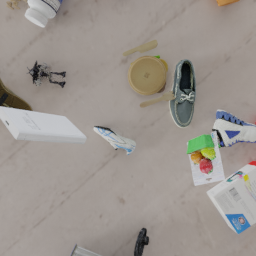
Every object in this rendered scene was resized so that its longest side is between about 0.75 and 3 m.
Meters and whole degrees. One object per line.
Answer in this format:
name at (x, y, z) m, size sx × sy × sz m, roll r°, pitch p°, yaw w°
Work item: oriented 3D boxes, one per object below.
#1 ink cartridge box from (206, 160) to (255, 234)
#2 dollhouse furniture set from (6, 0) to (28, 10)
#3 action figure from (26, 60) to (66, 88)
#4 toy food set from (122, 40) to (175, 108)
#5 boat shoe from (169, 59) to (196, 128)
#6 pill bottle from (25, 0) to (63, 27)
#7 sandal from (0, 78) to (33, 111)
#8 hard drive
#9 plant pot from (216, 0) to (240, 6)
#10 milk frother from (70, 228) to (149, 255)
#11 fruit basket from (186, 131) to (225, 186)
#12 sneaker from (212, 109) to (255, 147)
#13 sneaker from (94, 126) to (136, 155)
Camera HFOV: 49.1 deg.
ink cartridge box at (4.850, 2.473, 10.909) m, size 2.960 × 0.995 × 1.720 m, roll -33°, pitch 88°, yaw -1°
dollhouse furniture set at (-4.396, -5.329, 11.555) m, size 0.967 × 0.630 × 0.889 m, roll 7°, pitch 87°, yaw 22°
action figure at (-3.350, -2.140, 11.199) m, size 1.661 × 0.848 × 0.987 m, roll 11°, pitch 98°, yaw -1°
toy food set at (0.842, -2.135, 11.407) m, size 1.703 × 0.495 × 2.467 m, roll -17°, pitch 91°, yaw 9°
boat shoe at (2.220, -1.387, 11.143) m, size 1.001 × 0.849 × 2.748 m, roll 3°, pitch 88°, yaw 0°
pill bottle at (-3.243, -5.150, 11.147) m, size 1.147 × 1.147 × 2.067 m, roll 26°, pitch 88°, yaw 1°
sandal at (-5.127, -1.319, 11.234) m, size 2.993 × 0.808 × 1.202 m, roll 41°, pitch 85°, yaw -13°
hard drive at (-2.576, -0.053, 8.567) m, size 1.513 × 2.293 × 0.306 m, roll 39°, pitch 110°, yaw 37°
plant pot at (4.004, -5.426, 11.232) m, size 1.201 × 1.201 × 0.840 m, roll -14°, pitch 105°, yaw -1°
milk frother at (-0.804, 4.945, 10.537) m, size 2.648 × 2.541 × 2.815 m, roll 22°, pitch 47°, yaw 0°
fruit basket at (2.544, 1.024, 9.160) m, size 0.717 × 1.417 × 1.530 m, roll -3°, pitch 73°, yaw -30°
sneaker at (4.317, 0.327, 11.124) m, size 2.281 × 0.921 × 1.317 m, roll 27°, pitch 92°, yaw 8°
sneaker at (-0.594, 0.463, 11.187) m, size 1.855 × 0.667 × 0.672 m, roll 28°, pitch 95°, yaw 4°
